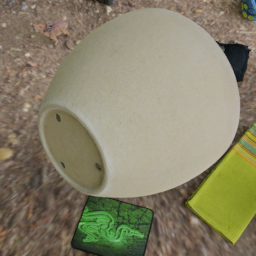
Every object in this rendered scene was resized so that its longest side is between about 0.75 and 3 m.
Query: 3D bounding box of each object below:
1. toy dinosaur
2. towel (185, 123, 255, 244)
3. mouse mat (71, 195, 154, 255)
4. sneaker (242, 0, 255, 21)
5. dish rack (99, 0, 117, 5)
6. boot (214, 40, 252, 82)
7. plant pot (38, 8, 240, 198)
[{"bbox_3d":[-2.386,-3.300,9.260,0.592,0.935,1.380,33,60,21],"label":"toy dinosaur"},{"bbox_3d":[2.709,1.117,6.497,1.276,0.268,2.966,37,63,24],"label":"towel"},{"bbox_3d":[-0.299,2.110,5.918,1.529,0.058,1.230,12,55,10],"label":"mouse mat"},{"bbox_3d":[4.810,-4.906,10.443,1.026,0.878,2.476,7,51,13],"label":"sneaker"},{"bbox_3d":[-0.670,-5.611,11.210,1.363,0.485,1.776,33,60,20],"label":"dish rack"},{"bbox_3d":[2.260,-1.838,8.142,2.220,1.009,2.642,21,51,19],"label":"boot"},{"bbox_3d":[-0.126,-0.094,3.612,2.497,2.497,1.677,36,45,23],"label":"plant pot"}]
